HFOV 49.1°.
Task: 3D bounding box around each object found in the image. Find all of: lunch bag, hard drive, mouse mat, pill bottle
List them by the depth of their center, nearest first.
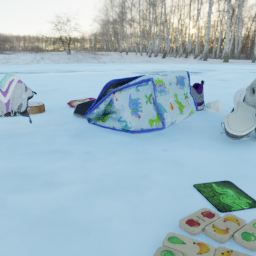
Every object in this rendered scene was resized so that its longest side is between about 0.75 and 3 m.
[{"bbox_3d":[1.665,1.142,4.804,0.780,0.036,0.969,-4,17,-14],"label":"mouse mat"},{"bbox_3d":[0.375,-0.769,8.742,2.760,1.759,2.347,-12,6,40],"label":"lunch bag"},{"bbox_3d":[4.656,-0.855,9.712,1.197,1.197,2.002,-5,16,-18],"label":"pill bottle"},{"bbox_3d":[-0.799,-0.790,10.739,1.554,0.488,2.303,12,20,36],"label":"hard drive"}]

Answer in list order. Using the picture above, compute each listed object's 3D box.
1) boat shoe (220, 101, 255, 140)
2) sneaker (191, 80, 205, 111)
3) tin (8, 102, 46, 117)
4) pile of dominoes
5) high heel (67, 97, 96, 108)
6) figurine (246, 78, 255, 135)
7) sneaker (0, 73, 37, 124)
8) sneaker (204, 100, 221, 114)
[{"bbox_3d":[3.090,-0.117,7.920,0.845,0.698,2.256,21,30,13],"label":"boat shoe"},{"bbox_3d":[1.862,-1.261,10.997,2.874,1.258,1.069,-10,19,-33],"label":"sneaker"},{"bbox_3d":[-4.164,-0.735,10.850,1.873,0.392,1.049,-8,22,-27],"label":"tin"},{"bbox_3d":[1.628,1.464,2.935,2.718,0.433,2.119,8,18,26],"label":"pile of dominoes"},{"bbox_3d":[-1.909,-1.065,11.720,1.274,0.429,0.611,2,5,24],"label":"high heel"},{"bbox_3d":[4.605,-0.521,7.979,2.027,0.894,2.077,7,52,-3],"label":"figurine"},{"bbox_3d":[-3.417,-0.450,8.021,1.382,1.975,0.768,38,-10,-14],"label":"sneaker"},{"bbox_3d":[3.324,-0.837,11.039,0.648,0.551,1.464,-2,6,21],"label":"sneaker"}]
